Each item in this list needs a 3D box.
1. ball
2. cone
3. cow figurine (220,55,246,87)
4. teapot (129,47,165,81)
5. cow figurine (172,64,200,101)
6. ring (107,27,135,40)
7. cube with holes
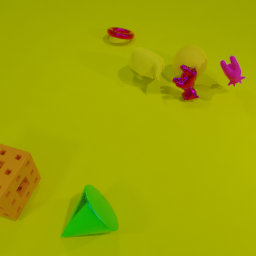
[{"bbox_3d":[2.077,-2.187,9.371,1.132,1.132,1.132,0,50,0],"label":"ball"},{"bbox_3d":[-1.037,2.086,6.205,1.189,1.185,1.185,-37,56,5],"label":"cone"},{"bbox_3d":[3.191,-1.633,8.458,0.584,1.047,1.064,-25,23,20],"label":"cow figurine"},{"bbox_3d":[0.600,-2.041,9.210,1.199,0.944,1.929,20,11,-38],"label":"teapot"},{"bbox_3d":[1.920,-1.385,8.738,1.034,1.051,0.577,16,28,-22],"label":"cow figurine"},{"bbox_3d":[-0.281,-3.723,11.005,1.117,0.223,1.117,9,31,-6],"label":"ring"},{"bbox_3d":[-2.895,1.180,6.380,1.159,1.159,1.159,15,52,10],"label":"cube with holes"}]
